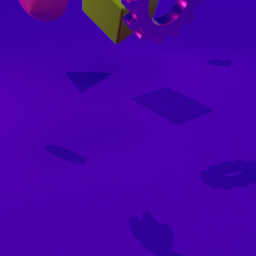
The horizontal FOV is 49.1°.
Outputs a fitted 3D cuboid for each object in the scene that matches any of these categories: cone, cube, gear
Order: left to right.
[{"bbox_3d":[-2.647,-3.596,8.111,1.546,1.546,1.552,0,40,0],"label":"cone"},{"bbox_3d":[-0.170,-3.143,6.675,1.332,1.332,1.332,-41,82,-17],"label":"cube"},{"bbox_3d":[0.533,-1.868,4.055,1.290,1.290,0.239,-17,52,-23],"label":"gear"}]
